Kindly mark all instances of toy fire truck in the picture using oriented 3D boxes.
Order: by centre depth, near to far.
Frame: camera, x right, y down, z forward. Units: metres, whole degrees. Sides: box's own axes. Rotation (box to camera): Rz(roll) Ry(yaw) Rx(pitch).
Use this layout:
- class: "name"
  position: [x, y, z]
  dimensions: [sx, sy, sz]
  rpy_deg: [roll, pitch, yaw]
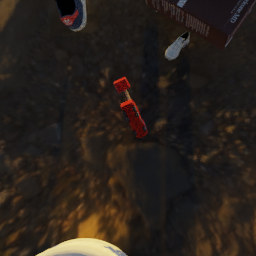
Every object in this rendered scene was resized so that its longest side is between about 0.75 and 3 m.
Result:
- class: "toy fire truck"
  position: [0.074, -0.497, 6.865]
  dimensions: [0.321, 1.317, 0.929]
  rpy_deg: [-23, 28, 11]

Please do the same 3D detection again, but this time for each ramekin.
- class: "ramekin"
  position: [-0.945, 3.425, 4.935]
  dimensions: [2.826, 1.378, 2.826]
  rpy_deg: [0, 65, 1]

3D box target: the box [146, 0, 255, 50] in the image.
- class: "box"
  position: [1.794, -3.284, 7.215]
  dimensions: [2.532, 0.949, 1.268]
  rpy_deg: [35, 89, 10]

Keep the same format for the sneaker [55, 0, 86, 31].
- class: "sneaker"
  position: [-1.664, -3.815, 7.823]
  dimensions: [0.761, 0.858, 2.031]
  rpy_deg: [-13, 83, 26]

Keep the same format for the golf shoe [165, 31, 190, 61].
- class: "golf shoe"
  position: [1.370, -2.314, 7.776]
  dimensions: [0.379, 0.471, 0.968]
  rpy_deg: [36, 73, 9]
